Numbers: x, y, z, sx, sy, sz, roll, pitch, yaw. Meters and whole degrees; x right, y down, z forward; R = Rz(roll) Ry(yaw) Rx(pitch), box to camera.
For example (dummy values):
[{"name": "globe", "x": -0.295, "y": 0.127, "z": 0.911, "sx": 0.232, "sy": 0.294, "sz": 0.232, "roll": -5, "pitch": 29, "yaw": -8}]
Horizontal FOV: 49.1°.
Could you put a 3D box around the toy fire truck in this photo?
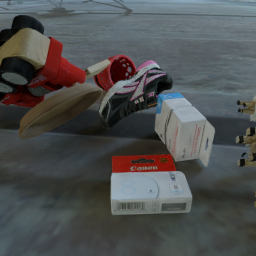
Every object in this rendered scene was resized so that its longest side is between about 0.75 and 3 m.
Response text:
[{"name": "toy fire truck", "x": -2.005, "y": -1.385, "z": 7.201, "sx": 2.496, "sy": 1.824, "sz": 2.836, "roll": -13, "pitch": -27, "yaw": 43}]

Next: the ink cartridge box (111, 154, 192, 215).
[{"name": "ink cartridge box", "x": 0.343, "y": 0.869, "z": 5.211, "sx": 1.313, "sy": 0.388, "sz": 1.641, "roll": -2, "pitch": 31, "yaw": -2}]

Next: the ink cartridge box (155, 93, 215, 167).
[{"name": "ink cartridge box", "x": 1.150, "y": 0.023, "z": 6.086, "sx": 0.576, "sy": 0.984, "sz": 1.697, "roll": -7, "pitch": 31, "yaw": -14}]

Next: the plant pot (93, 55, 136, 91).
[{"name": "plant pot", "x": -0.455, "y": -1.674, "z": 8.929, "sx": 1.150, "sy": 1.150, "sz": 1.047, "roll": -24, "pitch": 15, "yaw": -35}]

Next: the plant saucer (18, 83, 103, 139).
[{"name": "plant saucer", "x": -1.443, "y": -0.387, "z": 5.967, "sx": 1.995, "sy": 0.294, "sz": 1.995, "roll": -31, "pitch": -1, "yaw": 0}]

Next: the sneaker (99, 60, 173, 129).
[{"name": "sneaker", "x": 0.261, "y": -0.796, "z": 7.116, "sx": 0.996, "sy": 0.927, "sz": 2.308, "roll": 36, "pitch": 73, "yaw": 26}]

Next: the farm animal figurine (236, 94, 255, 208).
[{"name": "farm animal figurine", "x": 2.710, "y": 0.468, "z": 4.790, "sx": 1.190, "sy": 2.282, "sz": 2.257, "roll": 1, "pitch": 3, "yaw": 5}]
